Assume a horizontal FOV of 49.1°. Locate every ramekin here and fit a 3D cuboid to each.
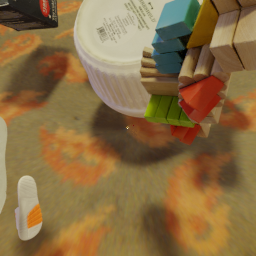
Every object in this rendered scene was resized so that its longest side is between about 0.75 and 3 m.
[{"bbox_3d":[0.319,-1.773,5.499,2.855,1.498,2.855,-6,68,15],"label":"ramekin"}]

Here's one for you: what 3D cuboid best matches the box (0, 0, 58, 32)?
[{"bbox_3d":[-2.836,-3.884,6.678,1.349,2.591,2.360,0,9,12],"label":"box"}]

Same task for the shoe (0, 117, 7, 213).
[{"bbox_3d":[-1.683,0.540,3.065,0.498,0.634,1.394,22,47,-39],"label":"shoe"}]

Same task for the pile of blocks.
[{"bbox_3d":[0.497,-0.391,2.579,0.987,2.403,0.747,17,70,9],"label":"pile of blocks"}]

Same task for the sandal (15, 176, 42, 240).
[{"bbox_3d":[-1.282,0.998,3.563,0.302,0.789,0.226,-1,-3,-40],"label":"sandal"}]
